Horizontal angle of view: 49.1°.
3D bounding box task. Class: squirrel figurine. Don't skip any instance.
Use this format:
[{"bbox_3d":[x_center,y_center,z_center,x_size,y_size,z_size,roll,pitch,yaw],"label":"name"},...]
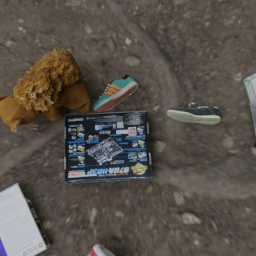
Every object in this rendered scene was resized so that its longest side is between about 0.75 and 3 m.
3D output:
[{"bbox_3d":[-2.836,-1.141,8.914,2.773,2.971,2.103,-27,82,-16],"label":"squirrel figurine"}]

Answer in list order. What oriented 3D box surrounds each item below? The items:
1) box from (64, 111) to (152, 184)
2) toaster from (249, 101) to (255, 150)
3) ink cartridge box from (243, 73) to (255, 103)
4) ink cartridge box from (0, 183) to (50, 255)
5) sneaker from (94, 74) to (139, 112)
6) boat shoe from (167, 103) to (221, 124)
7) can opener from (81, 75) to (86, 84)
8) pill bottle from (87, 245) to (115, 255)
[{"bbox_3d":[-0.695,0.654,9.605,2.914,0.670,2.316,-4,75,-1],"label":"box"},{"bbox_3d":[5.096,-0.231,9.399,1.611,1.057,1.781,-19,104,-10],"label":"toaster"},{"bbox_3d":[4.852,-1.163,10.057,0.851,0.486,1.639,-28,106,-7],"label":"ink cartridge box"},{"bbox_3d":[-4.033,3.325,8.964,2.287,0.501,2.308,-27,79,-7],"label":"ink cartridge box"},{"bbox_3d":[-0.548,-1.284,10.200,1.841,0.657,0.736,-34,69,-11],"label":"sneaker"},{"bbox_3d":[2.318,-0.566,9.974,1.901,0.683,0.643,5,68,-2],"label":"boat shoe"},{"bbox_3d":[-1.788,-1.446,10.351,0.274,0.344,1.028,10,75,3],"label":"can opener"},{"bbox_3d":[-1.175,4.783,8.122,1.383,1.383,2.387,38,77,9],"label":"pill bottle"}]
